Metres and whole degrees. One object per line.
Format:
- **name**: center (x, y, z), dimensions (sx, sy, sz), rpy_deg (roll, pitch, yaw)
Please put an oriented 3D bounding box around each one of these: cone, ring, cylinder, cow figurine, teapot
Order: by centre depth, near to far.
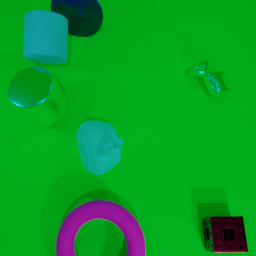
- **ring**: center (-0.641, 2.722, 6.399), dimensions (2.098, 0.420, 2.098), rpy_deg (-1, 82, 9)
- **teapot**: center (-0.644, 0.414, 6.720), dimensions (1.020, 2.084, 1.296), rpy_deg (-14, 99, -19)
- **cylinder**: center (-2.141, -2.332, 7.332), dimensions (1.087, 1.087, 1.087), rpy_deg (2, 90, 1)
- **cylinder**: center (-2.359, -0.819, 7.490), dimensions (1.208, 1.208, 1.208), rpy_deg (-3, 68, 7)
- **cow figurine**: center (2.329, -1.382, 7.964), dimensions (1.081, 0.603, 1.098), rpy_deg (-4, 73, -30)
- **cone**: center (-1.438, -4.026, 8.867), dimensions (1.585, 1.585, 1.591), rpy_deg (6, 51, 2)

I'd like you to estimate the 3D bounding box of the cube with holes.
- **cube with holes**: center (2.244, 2.485, 6.571), dimensions (0.754, 0.754, 0.754), rpy_deg (-1, 69, 0)
